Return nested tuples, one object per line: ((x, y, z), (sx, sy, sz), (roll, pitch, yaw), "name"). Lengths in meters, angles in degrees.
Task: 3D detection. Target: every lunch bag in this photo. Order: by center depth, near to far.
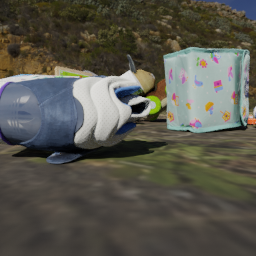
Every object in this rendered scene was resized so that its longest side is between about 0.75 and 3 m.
((2.321, -1.005, 7.425), (2.461, 2.096, 1.501), (-5, 6, -24), "lunch bag")

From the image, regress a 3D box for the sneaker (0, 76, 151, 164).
((-0.635, -0.201, 4.025), (1.885, 1.037, 2.574), (1, 4, 1), "sneaker")

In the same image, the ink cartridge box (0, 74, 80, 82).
((-2.021, -0.626, 6.675), (1.565, 1.143, 1.148), (3, 17, 5), "ink cartridge box")

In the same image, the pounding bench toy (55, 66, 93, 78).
((-1.898, -0.615, 8.981), (1.238, 1.993, 1.555), (5, -29, -35), "pounding bench toy")

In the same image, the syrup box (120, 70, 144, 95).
((-0.442, -1.404, 11.385), (1.946, 0.793, 0.766), (-32, -22, 12), "syrup box")

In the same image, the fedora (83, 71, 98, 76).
((-1.165, -1.120, 11.609), (2.867, 1.295, 2.536), (36, -6, 39), "fedora")

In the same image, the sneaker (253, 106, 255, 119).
((4.540, -0.246, 7.422), (2.240, 0.848, 0.863), (0, 23, 26), "sneaker")

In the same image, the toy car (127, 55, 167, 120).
((0.897, -1.957, 12.241), (2.198, 2.786, 2.288), (-35, -6, 1), "toy car")

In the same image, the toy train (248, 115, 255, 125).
((4.836, -0.310, 9.691), (1.523, 0.424, 1.144), (-1, 4, -3), "toy train")
